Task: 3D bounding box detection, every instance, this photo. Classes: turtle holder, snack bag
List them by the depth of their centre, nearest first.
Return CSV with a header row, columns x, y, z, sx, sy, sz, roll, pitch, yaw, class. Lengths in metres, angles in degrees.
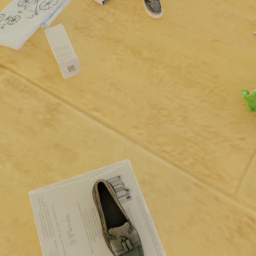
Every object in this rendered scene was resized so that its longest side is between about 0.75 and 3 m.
x,y,z,sx,sy,sz,roll,pitch,yaw,class
3.905,-0.827,8.325,0.989,0.751,0.702,-4,26,42,turtle holder
-3.529,-3.624,9.346,2.533,0.288,2.686,20,65,30,snack bag

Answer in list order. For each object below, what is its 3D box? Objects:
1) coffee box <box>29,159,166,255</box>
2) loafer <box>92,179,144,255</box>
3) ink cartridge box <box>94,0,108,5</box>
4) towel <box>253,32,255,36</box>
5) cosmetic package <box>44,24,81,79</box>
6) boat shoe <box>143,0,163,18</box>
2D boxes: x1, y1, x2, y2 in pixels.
x,y,z,sx,sy,sz,roll,pitch,yaw,class
-0.605,2.227,6.138,2.120,2.097,2.117,-18,67,-7,coffee box
-0.232,1.667,4.937,0.592,0.518,1.648,-25,69,-10,loafer
-1.031,-5.330,10.507,1.284,0.302,1.269,37,73,17,ink cartridge box
4.819,-3.190,9.652,0.812,0.121,0.594,40,72,13,towel
-2.068,-2.452,8.936,0.638,0.809,1.503,-24,67,-8,cosmetic package
0.818,-4.717,9.977,0.592,0.735,1.585,-19,67,-8,boat shoe
